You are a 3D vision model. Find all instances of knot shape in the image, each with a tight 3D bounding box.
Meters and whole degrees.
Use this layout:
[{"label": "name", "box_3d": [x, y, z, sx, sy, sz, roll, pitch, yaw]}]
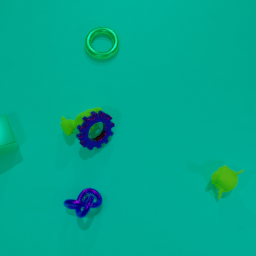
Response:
[{"label": "knot shape", "box_3d": [-1.184, 2.067, 7.909, 1.019, 1.089, 0.503, -24, 103, -45]}]

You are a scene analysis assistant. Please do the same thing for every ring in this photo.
[{"label": "ring", "box_3d": [-0.864, -2.842, 9.343, 1.180, 0.236, 1.180, 0, 77, 0]}]

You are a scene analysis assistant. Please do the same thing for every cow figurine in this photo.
[{"label": "cow figurine", "box_3d": [-1.425, -0.201, 8.504, 1.182, 1.163, 0.649, -37, 114, -43]}]

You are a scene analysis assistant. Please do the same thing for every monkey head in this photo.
[{"label": "monkey head", "box_3d": [2.744, 1.490, 7.996, 0.680, 0.812, 1.129, 42, 108, 26]}]

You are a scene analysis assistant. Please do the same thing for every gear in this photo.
[{"label": "gear", "box_3d": [-0.939, 0.072, 8.194, 1.184, 1.184, 0.219, -47, 46, -10]}]

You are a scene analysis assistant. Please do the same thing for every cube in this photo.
[{"label": "cube", "box_3d": [-3.823, 0.288, 8.125, 0.902, 0.902, 0.902, -19, 76, -25]}]
